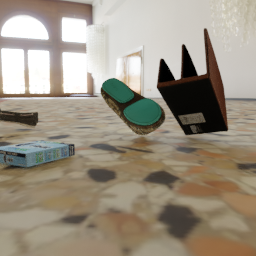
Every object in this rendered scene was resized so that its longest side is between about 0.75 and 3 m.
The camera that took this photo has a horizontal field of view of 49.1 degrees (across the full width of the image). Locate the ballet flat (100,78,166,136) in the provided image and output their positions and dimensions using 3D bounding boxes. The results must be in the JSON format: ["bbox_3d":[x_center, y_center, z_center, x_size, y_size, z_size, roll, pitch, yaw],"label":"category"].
[{"bbox_3d":[0.158,-0.420,7.337,0.967,1.074,2.851,-31,39,-13],"label":"ballet flat"}]

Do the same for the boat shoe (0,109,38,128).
[{"bbox_3d":[-3.481,-0.400,8.144,1.716,0.489,0.574,12,2,-25],"label":"boat shoe"}]

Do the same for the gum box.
[{"bbox_3d":[-1.591,0.413,4.791,0.879,0.230,1.035,3,8,32],"label":"gum box"}]

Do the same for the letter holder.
[{"bbox_3d":[1.570,-1.008,6.511,1.069,1.511,2.126,-8,-32,26],"label":"letter holder"}]
